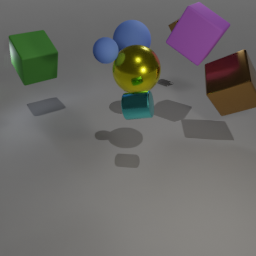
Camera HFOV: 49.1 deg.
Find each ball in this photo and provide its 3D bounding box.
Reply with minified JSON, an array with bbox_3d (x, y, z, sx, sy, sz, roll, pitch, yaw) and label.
[{"bbox_3d":[-0.609,-2.111,7.637,0.700,0.700,0.700,0,30,0],"label":"ball"},{"bbox_3d":[0.245,-1.673,8.058,1.400,1.400,1.400,0,30,0],"label":"ball"},{"bbox_3d":[0.142,-3.213,10.263,1.400,1.400,1.400,0,30,0],"label":"ball"}]

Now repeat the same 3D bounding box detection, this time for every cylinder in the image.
[{"bbox_3d":[0.261,-0.583,7.201,0.700,0.700,0.700,-4,28,17],"label":"cylinder"}]

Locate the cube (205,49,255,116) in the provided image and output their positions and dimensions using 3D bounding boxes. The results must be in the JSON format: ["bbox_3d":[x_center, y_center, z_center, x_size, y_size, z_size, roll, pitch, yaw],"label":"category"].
[{"bbox_3d":[3.527,-1.468,9.422,1.400,1.400,1.400,-16,51,33],"label":"cube"}]

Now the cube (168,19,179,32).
[{"bbox_3d":[2.479,-4.766,13.211,0.700,0.700,0.700,-35,16,-16],"label":"cube"}]

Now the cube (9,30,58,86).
[{"bbox_3d":[-3.701,-2.774,11.046,1.400,1.400,1.400,-21,63,-28],"label":"cube"}]

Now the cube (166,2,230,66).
[{"bbox_3d":[2.421,-3.263,9.657,1.400,1.400,1.400,38,39,6],"label":"cube"}]
